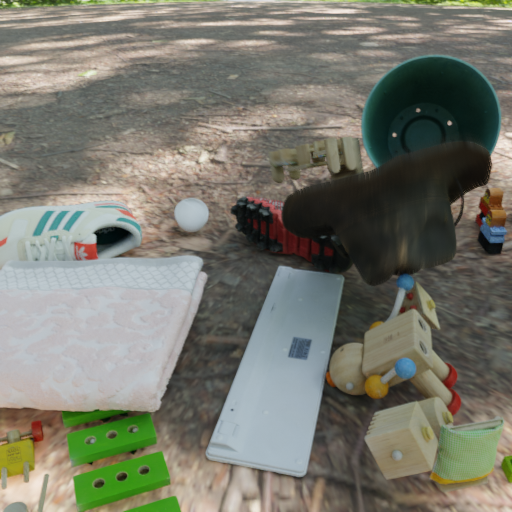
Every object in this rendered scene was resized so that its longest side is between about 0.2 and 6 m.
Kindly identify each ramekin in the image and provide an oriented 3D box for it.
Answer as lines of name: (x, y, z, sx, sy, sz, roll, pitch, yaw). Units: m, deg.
ramekin: (-1.321, -0.804, 11.421, 0.690, 0.322, 0.690, 3, 66, -7)

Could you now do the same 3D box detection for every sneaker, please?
sneaker: (0.847, -0.580, 10.805, 2.754, 0.974, 1.346, 21, 37, 27)
sneaker: (-3.506, -0.273, 10.188, 2.987, 1.052, 1.397, -13, 28, -26)

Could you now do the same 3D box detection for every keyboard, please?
keyboard: (0.484, 1.379, 8.344, 1.219, 0.231, 4.330, 11, 33, 9)

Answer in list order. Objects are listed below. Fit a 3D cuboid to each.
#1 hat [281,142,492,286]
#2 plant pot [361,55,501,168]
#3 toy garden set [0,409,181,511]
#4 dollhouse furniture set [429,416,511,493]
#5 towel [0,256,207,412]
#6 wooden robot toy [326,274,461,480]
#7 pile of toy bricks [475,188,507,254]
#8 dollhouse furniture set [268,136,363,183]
hat: (1.973, -0.311, 8.076, 3.341, 1.348, 3.341, -11, -12, -2)
plant pot: (3.939, -2.902, 13.006, 2.874, 2.874, 2.306, 8, 6, 13)
toy garden set: (-1.976, 2.490, 6.227, 1.865, 0.446, 2.237, -10, 32, -20)
dollhouse furniture set: (2.898, 2.285, 6.091, 1.844, 0.922, 0.712, -5, 32, -11)
towel: (-2.784, 0.941, 8.142, 3.697, 0.596, 3.531, -1, 25, 7)
wooden robot toy: (1.666, 1.633, 7.324, 1.515, 1.471, 3.339, -26, 21, 28)
pile of toy bricks: (5.497, -0.719, 10.154, 2.096, 1.865, 3.778, -1, 31, -1)
dollhouse furniture set: (1.488, -1.829, 12.132, 1.615, 1.224, 1.842, -3, 10, 46)
